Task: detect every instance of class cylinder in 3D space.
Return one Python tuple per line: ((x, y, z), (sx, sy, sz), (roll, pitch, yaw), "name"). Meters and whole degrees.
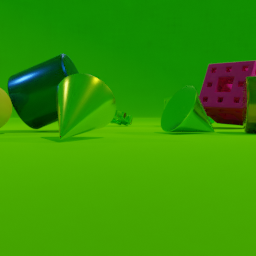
((-1.661, -0.766, 6.008), (1.258, 1.258, 1.258), (-21, 0, 6), "cylinder")
((2.782, -0.443, 5.276), (1.084, 1.084, 1.084), (1, 2, 18), "cylinder")

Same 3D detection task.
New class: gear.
((-0.498, -0.382, 9.511), (1.288, 0.238, 1.288), (13, -11, 2), "gear")

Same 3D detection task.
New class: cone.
((-0.734, -0.120, 3.833), (0.945, 0.945, 0.949), (1, 33, 14), "cone")
((1.328, -0.145, 5.425), (0.991, 0.987, 0.987), (29, -9, -20), "cone")

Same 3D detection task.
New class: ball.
((-2.582, -0.368, 5.082), (0.883, 0.883, 0.883), (0, 2, 0), "ball")

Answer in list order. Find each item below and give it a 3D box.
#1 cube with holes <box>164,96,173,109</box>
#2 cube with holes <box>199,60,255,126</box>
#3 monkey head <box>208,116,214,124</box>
((1.823, -0.550, 9.412), (0.979, 0.979, 0.979), (0, 2, -12), "cube with holes")
((2.965, -0.916, 7.806), (1.319, 1.319, 1.319), (8, -15, 46), "cube with holes")
((2.898, -0.592, 10.393), (0.879, 1.221, 0.736), (31, 14, -35), "monkey head")
